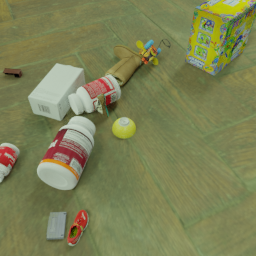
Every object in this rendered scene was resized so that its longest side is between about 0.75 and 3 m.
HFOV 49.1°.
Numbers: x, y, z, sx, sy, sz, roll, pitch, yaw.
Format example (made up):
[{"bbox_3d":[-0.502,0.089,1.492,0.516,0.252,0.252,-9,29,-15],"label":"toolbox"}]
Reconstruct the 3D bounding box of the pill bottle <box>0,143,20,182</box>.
[{"bbox_3d":[-4.373,1.211,9.769,0.711,0.711,1.266,7,50,7],"label":"pill bottle"}]

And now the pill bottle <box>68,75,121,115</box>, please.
[{"bbox_3d":[-1.411,-1.355,11.782,2.034,1.142,1.142,-28,54,-22],"label":"pill bottle"}]

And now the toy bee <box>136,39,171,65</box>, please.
[{"bbox_3d":[0.976,-3.710,13.686,1.470,2.246,1.221,40,83,-1],"label":"toy bee"}]

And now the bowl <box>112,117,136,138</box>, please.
[{"bbox_3d":[-0.151,-0.110,11.090,0.966,0.520,0.966,1,48,-1],"label":"bowl"}]

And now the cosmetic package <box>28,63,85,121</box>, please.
[{"bbox_3d":[-2.989,-1.632,12.142,1.408,1.012,2.495,16,49,13],"label":"cosmetic package"}]

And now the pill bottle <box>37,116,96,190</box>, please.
[{"bbox_3d":[-2.006,0.789,9.711,1.364,1.364,2.415,11,48,10],"label":"pill bottle"}]

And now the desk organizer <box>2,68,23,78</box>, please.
[{"bbox_3d":[-5.571,-2.653,13.530,0.835,0.299,0.321,5,51,4],"label":"desk organizer"}]

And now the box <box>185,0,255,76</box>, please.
[{"bbox_3d":[4.556,-4.670,13.598,1.815,2.866,2.976,35,56,27],"label":"box"}]

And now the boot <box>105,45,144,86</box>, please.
[{"bbox_3d":[-0.434,-3.135,13.698,1.882,0.711,2.149,26,54,21],"label":"boot"}]

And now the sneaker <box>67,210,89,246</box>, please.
[{"bbox_3d":[-1.490,2.936,8.373,0.429,0.473,1.113,10,49,9],"label":"sneaker"}]

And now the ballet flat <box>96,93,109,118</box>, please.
[{"bbox_3d":[-1.059,-0.883,11.357,0.415,1.149,0.390,-10,43,-3],"label":"ballet flat"}]

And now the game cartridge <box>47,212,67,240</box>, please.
[{"bbox_3d":[-2.181,2.979,8.567,0.533,0.158,0.823,-4,48,2],"label":"game cartridge"}]
